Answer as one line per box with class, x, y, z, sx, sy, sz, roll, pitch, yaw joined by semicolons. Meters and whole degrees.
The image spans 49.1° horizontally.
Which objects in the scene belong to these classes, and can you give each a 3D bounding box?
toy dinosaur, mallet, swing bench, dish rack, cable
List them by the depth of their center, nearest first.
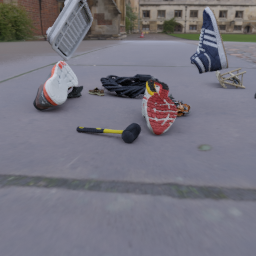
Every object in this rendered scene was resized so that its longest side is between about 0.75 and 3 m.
dish rack;-1.350;-2.283;6.438;0.327;1.289;1.502;31;1;3
mallet;-0.580;0.121;7.325;1.797;0.370;0.592;0;24;15
toy dinosaur;1.568;-0.658;9.011;0.826;0.622;1.217;34;14;28
cable;0.018;-1.778;11.958;2.679;0.681;2.186;8;27;15
swing bench;4.745;-2.320;13.056;1.209;0.785;1.203;-1;21;12

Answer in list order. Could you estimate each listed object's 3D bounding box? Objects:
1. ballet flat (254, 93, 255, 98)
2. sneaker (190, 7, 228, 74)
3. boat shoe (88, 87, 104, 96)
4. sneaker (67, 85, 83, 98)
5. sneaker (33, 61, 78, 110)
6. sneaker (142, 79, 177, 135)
ballet flat;5.212;-1.190;10.748;0.306;0.262;0.922;-8;22;-20
sneaker;2.455;-2.783;9.123;1.119;2.062;0.723;-16;1;16
boat shoe;-1.304;-1.545;11.610;0.840;0.311;0.310;14;25;33
sneaker;-2.151;-1.444;11.105;0.857;0.447;0.257;-11;-4;-33
sneaker;-2.768;-1.572;10.346;1.190;1.120;2.906;-27;22;19
sneaker;0.870;-0.524;8.328;0.901;0.951;2.315;13;36;-5
